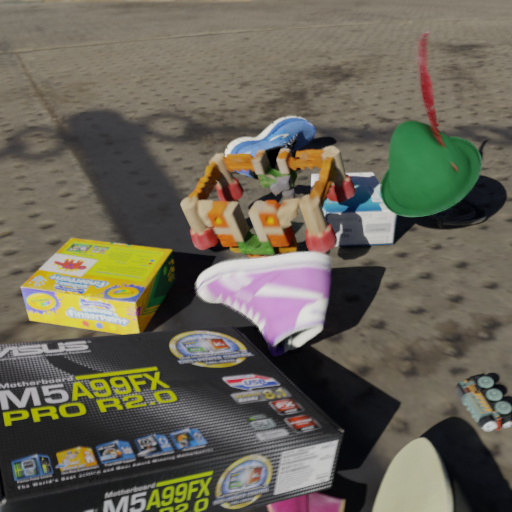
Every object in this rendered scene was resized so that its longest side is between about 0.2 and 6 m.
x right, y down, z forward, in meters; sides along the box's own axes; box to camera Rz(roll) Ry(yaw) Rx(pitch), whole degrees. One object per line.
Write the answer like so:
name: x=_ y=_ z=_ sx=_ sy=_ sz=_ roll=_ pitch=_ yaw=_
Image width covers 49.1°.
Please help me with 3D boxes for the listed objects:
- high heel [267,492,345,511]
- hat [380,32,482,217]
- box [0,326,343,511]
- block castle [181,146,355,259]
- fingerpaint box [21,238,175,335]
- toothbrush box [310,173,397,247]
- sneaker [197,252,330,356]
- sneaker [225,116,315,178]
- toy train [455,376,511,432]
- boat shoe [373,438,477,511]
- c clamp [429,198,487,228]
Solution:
high heel: x=0.225 y=2.829 z=5.120 sx=0.884 sy=0.621 sz=1.843 roll=10 pitch=33 yaw=16
hat: x=2.606 y=-2.078 z=9.547 sx=1.837 sy=1.952 sz=2.218 roll=-23 pitch=40 yaw=22
box: x=-1.118 y=1.653 z=5.832 sx=3.173 sy=0.702 sz=2.542 roll=0 pitch=19 yaw=-29
block castle: x=0.222 y=-0.872 z=9.816 sx=2.710 sy=1.271 sz=1.811 roll=2 pitch=47 yaw=26
fingerpaint box: x=-2.412 y=0.455 z=8.837 sx=1.845 sy=0.677 sz=1.539 roll=6 pitch=32 yaw=11
toothbrush box: x=1.841 y=-0.948 z=10.979 sx=1.323 sy=0.771 sz=1.807 roll=-3 pitch=32 yaw=-4
sneaker: x=-0.025 y=0.767 z=8.124 sx=2.372 sy=1.353 sz=0.860 roll=-11 pitch=-22 yaw=41
sneaker: x=0.537 y=-2.479 z=13.393 sx=2.628 sy=1.032 sz=1.172 roll=-33 pitch=51 yaw=-29
toy train: x=2.841 y=1.847 z=6.998 sx=0.451 sy=0.337 sz=0.791 roll=-16 pitch=36 yaw=-1
boat shoe: x=1.635 y=2.903 z=4.731 sx=0.977 sy=1.141 sz=3.119 roll=30 pitch=24 yaw=-7
c clamp: x=3.576 y=-1.050 z=11.681 sx=1.839 sy=0.291 sz=2.152 roll=-15 pitch=33 yaw=-31
